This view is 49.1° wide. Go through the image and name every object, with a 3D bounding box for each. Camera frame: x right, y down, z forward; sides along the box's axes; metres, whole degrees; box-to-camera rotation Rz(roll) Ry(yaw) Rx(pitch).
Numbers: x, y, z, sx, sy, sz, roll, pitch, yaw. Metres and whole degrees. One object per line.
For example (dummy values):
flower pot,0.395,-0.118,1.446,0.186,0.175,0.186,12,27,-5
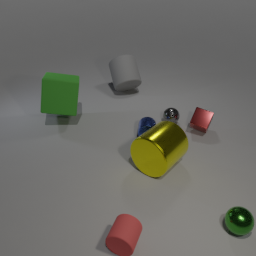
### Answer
cylinder,-0.148,-2.758,14.192,1.400,1.400,1.400,-14,-12,-3
ball,2.806,2.333,7.057,0.700,0.700,0.700,0,31,0
cylinder,1.029,0.658,9.116,1.400,1.400,1.400,23,38,32
cylinder,0.745,0.029,10.823,0.700,0.700,0.700,2,31,3
ball,1.809,-0.507,11.733,0.700,0.700,0.700,0,31,0
cube,-2.758,-1.413,11.496,1.400,1.400,1.400,5,20,-11
cube,2.887,-0.306,11.000,0.700,0.700,0.700,22,81,17
cylinder,-0.087,2.548,6.683,0.700,0.700,0.700,11,34,18
